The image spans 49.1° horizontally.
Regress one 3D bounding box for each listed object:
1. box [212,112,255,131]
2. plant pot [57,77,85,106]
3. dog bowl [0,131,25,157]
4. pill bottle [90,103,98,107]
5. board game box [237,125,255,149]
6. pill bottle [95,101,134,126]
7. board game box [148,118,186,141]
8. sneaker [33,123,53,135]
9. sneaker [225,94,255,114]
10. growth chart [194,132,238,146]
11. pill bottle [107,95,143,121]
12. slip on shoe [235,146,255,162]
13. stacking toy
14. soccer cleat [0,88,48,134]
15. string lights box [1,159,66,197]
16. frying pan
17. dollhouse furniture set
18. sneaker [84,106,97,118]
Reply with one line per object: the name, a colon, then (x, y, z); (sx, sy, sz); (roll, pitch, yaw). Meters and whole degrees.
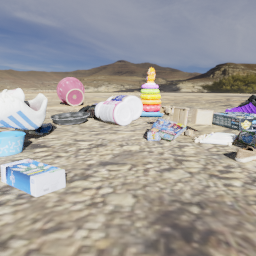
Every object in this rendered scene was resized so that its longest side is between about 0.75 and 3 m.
box: (4.634, -0.329, 11.601); (1.705, 0.493, 2.145); (-3, 10, -18)
plant pot: (-4.327, -2.669, 21.858); (2.181, 2.181, 1.953); (-4, 26, -23)
dog bowl: (-3.561, 0.435, 6.954); (1.955, 0.485, 1.090); (-6, 11, -31)
pill bottle: (-1.899, -1.162, 16.536); (0.578, 0.578, 1.033); (1, 10, 7)
board game box: (4.012, 0.262, 7.664); (1.915, 0.591, 1.916); (-2, 9, -16)
pill bottle: (-0.645, -0.685, 12.238); (1.005, 1.005, 1.772); (-7, 11, -37)
board game box: (1.129, 0.124, 8.811); (1.042, 0.321, 1.042); (18, 36, 34)
sneaker: (-3.153, 0.043, 9.835); (0.502, 0.434, 1.157); (-4, -1, 18)
sneaker: (5.715, -0.959, 13.145); (0.872, 1.247, 2.507); (-6, 11, -33)
growth chart: (2.835, 0.312, 8.767); (1.210, 0.148, 1.673); (5, 11, 33)
pill bottle: (-0.274, -1.040, 13.890); (1.183, 1.183, 2.044); (-5, 10, -30)
slip on shoe: (2.901, 0.582, 6.603); (0.984, 0.298, 0.374); (-5, 10, -28)
stacking toy: (1.178, -1.878, 14.730); (1.403, 2.556, 1.483); (1, 9, 7)
soccer cleat: (-3.397, -0.523, 7.177); (1.021, 1.262, 2.924); (40, 25, 29)
string lights box: (-1.671, 0.840, 4.884); (1.123, 0.331, 0.577); (7, 12, 39)
frying pan: (-2.597, -0.585, 12.850); (1.711, 0.460, 2.829); (-4, 13, -6)
dollhouse furniture set: (1.999, -0.279, 10.020); (0.820, 0.960, 1.851); (2, 7, -35)
sneaker: (-1.725, -0.731, 13.962); (0.988, 0.695, 1.859); (-10, 4, -20)
